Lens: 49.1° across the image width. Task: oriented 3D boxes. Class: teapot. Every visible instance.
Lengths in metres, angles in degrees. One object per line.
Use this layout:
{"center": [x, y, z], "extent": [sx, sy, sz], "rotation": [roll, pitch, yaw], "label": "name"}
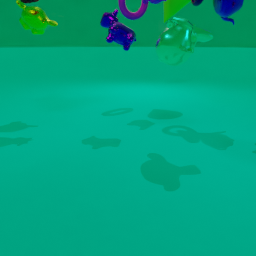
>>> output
{"center": [2.893, -3.635, 7.937], "extent": [0.787, 1.607, 0.999], "rotation": [-10, 45, -1], "label": "teapot"}

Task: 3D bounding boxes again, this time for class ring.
{"center": [0.221, -4.862, 10.718], "extent": [1.367, 1.367, 0.273], "rotation": [-12, 27, -32], "label": "ring"}

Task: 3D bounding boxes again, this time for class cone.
{"center": [1.664, -4.628, 10.686], "extent": [1.278, 1.283, 1.278], "rotation": [19, 31, -12], "label": "cone"}

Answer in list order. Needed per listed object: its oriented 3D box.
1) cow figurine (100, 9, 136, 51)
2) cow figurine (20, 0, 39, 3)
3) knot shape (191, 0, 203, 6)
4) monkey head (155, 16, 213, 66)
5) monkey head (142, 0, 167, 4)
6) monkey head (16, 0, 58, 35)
{"center": [-0.250, -2.691, 7.639], "extent": [1.113, 0.611, 1.095], "rotation": [25, 45, -9], "label": "cow figurine"}
{"center": [-2.413, -3.959, 7.789], "extent": [1.115, 0.622, 1.134], "rotation": [1, 60, 8], "label": "cow figurine"}
{"center": [2.223, -4.208, 8.375], "extent": [1.458, 0.674, 1.364], "rotation": [-15, 38, 25], "label": "knot shape"}
{"center": [1.185, -1.769, 6.003], "extent": [1.143, 0.958, 1.589], "rotation": [12, 5, -11], "label": "monkey head"}
{"center": [0.984, -4.619, 9.289], "extent": [0.750, 0.896, 1.245], "rotation": [20, 59, 33], "label": "monkey head"}
{"center": [-2.916, -3.524, 8.901], "extent": [1.344, 0.810, 0.967], "rotation": [27, 46, -22], "label": "monkey head"}
